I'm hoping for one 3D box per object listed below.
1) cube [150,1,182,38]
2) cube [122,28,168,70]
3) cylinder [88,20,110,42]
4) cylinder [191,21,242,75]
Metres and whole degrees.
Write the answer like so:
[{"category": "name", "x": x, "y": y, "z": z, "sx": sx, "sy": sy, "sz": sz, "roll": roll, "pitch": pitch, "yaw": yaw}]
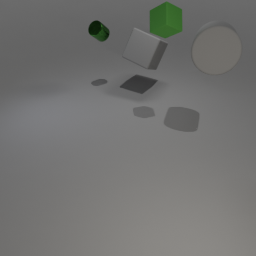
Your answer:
[{"category": "cube", "x": 1.125, "y": -3.180, "z": 8.310, "sx": 0.700, "sy": 0.700, "sz": 0.700, "roll": 4, "pitch": -7, "yaw": -40}, {"category": "cube", "x": 0.812, "y": -3.648, "z": 13.070, "sx": 1.400, "sy": 1.400, "sz": 1.400, "roll": 30, "pitch": 19, "yaw": 16}, {"category": "cylinder", "x": -1.275, "y": -4.258, "z": 12.331, "sx": 0.700, "sy": 0.700, "sz": 0.700, "roll": 18, "pitch": 3, "yaw": 26}, {"category": "cylinder", "x": 2.673, "y": -2.466, "z": 8.540, "sx": 1.400, "sy": 1.400, "sz": 1.400, "roll": 8, "pitch": 28, "yaw": 13}]
